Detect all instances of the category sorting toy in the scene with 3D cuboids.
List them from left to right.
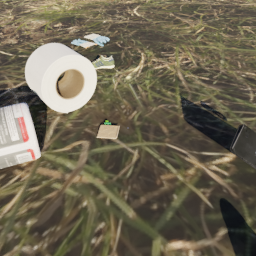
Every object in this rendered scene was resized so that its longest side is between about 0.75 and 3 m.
[{"bbox_3d":[-0.592,0.047,8.797,0.644,0.128,0.871,0,39,9],"label":"sorting toy"}]

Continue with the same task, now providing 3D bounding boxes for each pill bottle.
[{"bbox_3d":[-3.776,0.384,7.118,2.738,1.559,1.559,-15,39,-19],"label":"pill bottle"}]

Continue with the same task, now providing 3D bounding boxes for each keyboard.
[{"bbox_3d":[3.333,0.545,6.946,1.733,1.041,0.222,32,-10,-15],"label":"keyboard"}]

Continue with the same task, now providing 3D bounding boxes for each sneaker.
[{"bbox_3d":[-1.251,-2.975,12.525,1.285,0.577,0.431,-4,37,-5],"label":"sneaker"}]

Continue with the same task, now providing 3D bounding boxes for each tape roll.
[{"bbox_3d":[-2.288,-1.734,9.616,2.042,2.042,1.402,-24,43,-29],"label":"tape roll"}]

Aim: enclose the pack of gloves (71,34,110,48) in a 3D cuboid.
[{"bbox_3d":[-1.995,-4.534,14.978,1.617,0.380,1.925,-28,37,-26],"label":"pack of gloves"}]
